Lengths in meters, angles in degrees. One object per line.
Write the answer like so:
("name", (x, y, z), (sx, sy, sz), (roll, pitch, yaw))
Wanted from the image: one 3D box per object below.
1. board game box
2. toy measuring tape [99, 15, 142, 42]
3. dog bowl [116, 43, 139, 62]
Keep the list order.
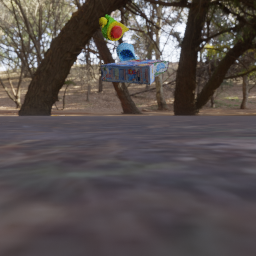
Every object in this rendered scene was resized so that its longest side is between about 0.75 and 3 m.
("board game box", (0.410, -1.907, 9.421), (1.907, 0.588, 1.906), (-20, 26, -37))
("toy measuring tape", (-0.325, -3.581, 10.790), (0.817, 0.817, 2.221), (3, -7, 40))
("dog bowl", (0.016, -2.930, 11.799), (0.764, 0.340, 1.372), (-21, -41, 14))
